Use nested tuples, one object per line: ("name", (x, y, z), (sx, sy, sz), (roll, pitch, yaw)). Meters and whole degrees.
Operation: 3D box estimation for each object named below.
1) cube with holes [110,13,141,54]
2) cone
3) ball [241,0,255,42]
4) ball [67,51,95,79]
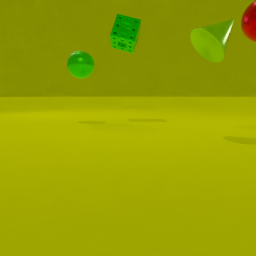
("cube with holes", (-0.100, -3.982, 11.885), (1.038, 1.038, 1.038), (16, -12, 3))
("cone", (2.284, -2.366, 6.938), (1.034, 1.030, 1.030), (-45, 17, -8))
("ball", (4.347, -3.435, 8.944), (1.379, 1.379, 1.379), (0, 7, 0))
("ball", (-1.800, -2.409, 10.687), (1.048, 1.048, 1.048), (0, 7, 0))
